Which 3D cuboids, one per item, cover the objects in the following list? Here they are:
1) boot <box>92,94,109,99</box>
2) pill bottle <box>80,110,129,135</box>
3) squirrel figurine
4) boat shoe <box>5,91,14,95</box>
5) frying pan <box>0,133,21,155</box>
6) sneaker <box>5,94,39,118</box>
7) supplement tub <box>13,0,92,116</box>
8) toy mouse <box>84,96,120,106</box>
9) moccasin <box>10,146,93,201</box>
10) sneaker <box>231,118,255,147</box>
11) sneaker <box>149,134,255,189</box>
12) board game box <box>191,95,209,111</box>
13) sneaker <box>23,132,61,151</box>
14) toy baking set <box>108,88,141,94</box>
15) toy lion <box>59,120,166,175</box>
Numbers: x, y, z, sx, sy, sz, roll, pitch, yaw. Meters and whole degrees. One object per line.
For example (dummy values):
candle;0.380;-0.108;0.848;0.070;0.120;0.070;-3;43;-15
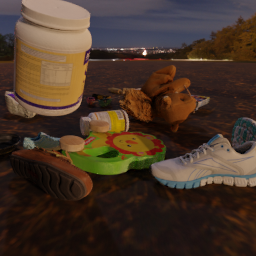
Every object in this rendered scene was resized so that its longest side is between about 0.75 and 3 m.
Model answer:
boot;-1.512;-1.757;15.471;0.794;0.275;0.691;9;13;16
pill bottle;-0.772;-0.133;9.077;1.474;0.805;0.805;-7;18;-23
squirrel figurine;1.138;-0.819;10.314;2.811;1.989;2.624;-15;28;1
boat shoe;-5.590;-1.660;14.543;1.677;0.548;0.617;1;17;2
frying pan;-3.545;0.585;7.485;1.366;0.367;2.257;-8;20;-23
sneaker;-4.307;-1.016;11.968;2.190;0.761;1.089;21;33;32
supplement tub;-1.692;-1.558;6.255;1.602;2.204;1.602;12;34;-8
toy mouse;-1.439;-1.287;13.654;1.809;0.350;1.608;3;17;12
moccasin;-1.544;0.863;5.885;2.389;0.874;0.922;4;23;45
sneaker;3.743;0.508;7.058;1.233;1.048;2.702;8;19;-21
sneaker;1.667;0.653;6.061;2.477;1.073;0.928;-3;18;-6
board game box;2.563;-1.128;12.811;1.747;0.539;1.745;13;22;35
sneaker;-2.279;0.367;7.882;1.307;0.535;0.483;-12;22;-35
toy baking set;-0.017;-2.350;17.268;1.894;0.287;2.468;-11;20;-33
toy lion;-0.232;0.559;7.130;2.285;0.818;2.383;14;20;17
